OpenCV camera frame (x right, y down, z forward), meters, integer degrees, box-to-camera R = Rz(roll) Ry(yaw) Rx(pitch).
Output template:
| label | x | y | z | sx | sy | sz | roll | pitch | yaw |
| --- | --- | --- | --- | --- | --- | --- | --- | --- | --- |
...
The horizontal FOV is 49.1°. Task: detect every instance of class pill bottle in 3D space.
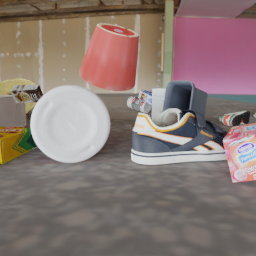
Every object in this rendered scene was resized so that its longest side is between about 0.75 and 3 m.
| label | x | y | z | sx | sy | sz | roll | pitch | yaw |
| --- | --- | --- | --- | --- | --- | --- | --- | --- | --- |
| pill bottle | -1.471 | -0.264 | 7.096 | 1.645 | 1.645 | 2.953 | -2 | 9 | -13 |
| pill bottle | 0.644 | -1.389 | 16.427 | 1.357 | 0.773 | 0.773 | 20 | 20 | 39 |

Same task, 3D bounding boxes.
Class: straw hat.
| label | x | y | z | sx | sy | sz | roll | pitch | yaw |
| --- | --- | --- | --- | --- | --- | --- | --- | --- | --- |
| straw hat | -5.493 | -1.065 | 13.498 | 2.698 | 2.698 | 1.142 | 0 | -32 | -2 |

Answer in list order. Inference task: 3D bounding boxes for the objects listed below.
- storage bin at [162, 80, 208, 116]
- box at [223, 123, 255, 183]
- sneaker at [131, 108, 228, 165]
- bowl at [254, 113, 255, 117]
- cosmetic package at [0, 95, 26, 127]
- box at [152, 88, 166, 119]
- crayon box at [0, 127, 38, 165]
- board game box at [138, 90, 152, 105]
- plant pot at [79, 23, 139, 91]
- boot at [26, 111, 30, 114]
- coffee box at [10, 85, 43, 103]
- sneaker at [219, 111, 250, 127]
| label | x | y | z | sx | sy | sz | roll | pitch | yaw |
| --- | --- | --- | --- | --- | --- | --- | --- | --- | --- |
| storage bin | 1.933 | -0.606 | 9.537 | 1.202 | 1.789 | 1.302 | 7 | 2 | -42 |
| box | 2.373 | 0.377 | 5.253 | 0.843 | 0.778 | 1.643 | -12 | 2 | 27 |
| sneaker | 1.484 | 0.129 | 6.343 | 2.899 | 1.151 | 1.137 | -2 | 8 | -22 |
| bowl | 7.503 | -1.027 | 13.827 | 2.370 | 1.065 | 2.370 | -1 | 9 | 0 |
| cosmetic package | -4.574 | -0.510 | 9.926 | 0.928 | 1.274 | 2.506 | 1 | 8 | 7 |
| box | 1.817 | -0.845 | 11.171 | 1.497 | 1.505 | 0.984 | 8 | 12 | 41 |
| crayon box | -3.149 | 0.380 | 6.538 | 1.388 | 0.556 | 2.187 | 1 | 9 | 7 |
| board game box | 2.190 | -1.496 | 15.910 | 2.375 | 0.489 | 2.369 | 32 | 24 | 28 |
| plant pot | -0.600 | -2.846 | 10.996 | 2.313 | 2.047 | 2.313 | 12 | 28 | -7 |
| boot | -6.985 | -1.090 | 14.674 | 2.692 | 0.928 | 2.888 | 14 | 15 | 22 |
| coffee box | -3.168 | -1.076 | 8.833 | 0.851 | 0.481 | 0.340 | -1 | 43 | 9 |
| sneaker | 4.379 | -0.435 | 11.508 | 1.681 | 0.592 | 0.786 | -12 | 20 | -43 |
